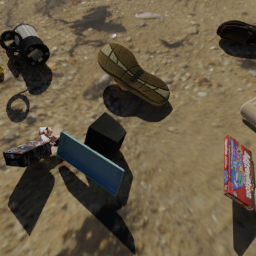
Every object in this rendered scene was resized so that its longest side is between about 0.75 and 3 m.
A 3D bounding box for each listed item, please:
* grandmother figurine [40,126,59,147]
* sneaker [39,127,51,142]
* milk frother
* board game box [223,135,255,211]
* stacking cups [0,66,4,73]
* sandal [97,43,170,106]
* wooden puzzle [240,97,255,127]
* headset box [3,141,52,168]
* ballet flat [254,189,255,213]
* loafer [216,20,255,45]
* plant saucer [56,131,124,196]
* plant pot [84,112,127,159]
[{"bbox_3d":[-1.972,0.315,7.790,0.860,0.260,0.521,42,68,-10],"label":"grandmother figurine"},{"bbox_3d":[-2.302,0.286,7.993,0.393,0.296,0.789,-6,57,-24],"label":"sneaker"},{"bbox_3d":[-3.793,-3.134,9.915,1.446,1.602,1.507,-28,56,-16],"label":"milk frother"},{"bbox_3d":[2.788,1.081,7.039,0.914,0.173,1.776,34,47,-17],"label":"board game box"},{"bbox_3d":[-4.855,-1.789,9.665,0.338,0.338,1.116,35,63,25],"label":"stacking cups"},{"bbox_3d":[0.093,-1.685,9.347,2.963,0.800,1.190,41,65,11],"label":"sandal"},{"bbox_3d":[5.169,-0.345,8.437,2.660,0.495,2.461,-30,57,-16],"label":"wooden puzzle"},{"bbox_3d":[-2.548,0.637,7.273,0.763,0.385,1.026,0,17,32],"label":"headset box"},{"bbox_3d":[3.696,1.248,6.909,0.712,0.744,2.115,24,54,37],"label":"ballet flat"},{"bbox_3d":[4.484,-3.636,10.847,2.031,0.741,0.725,7,51,5],"label":"loafer"},{"bbox_3d":[-0.978,0.841,7.034,2.123,0.742,0.201,28,25,26],"label":"plant saucer"},{"bbox_3d":[-0.584,0.285,7.527,0.827,0.930,0.932,29,38,11],"label":"plant pot"}]
